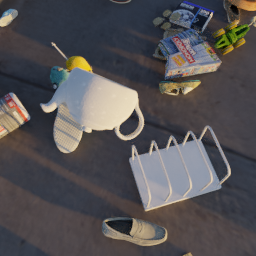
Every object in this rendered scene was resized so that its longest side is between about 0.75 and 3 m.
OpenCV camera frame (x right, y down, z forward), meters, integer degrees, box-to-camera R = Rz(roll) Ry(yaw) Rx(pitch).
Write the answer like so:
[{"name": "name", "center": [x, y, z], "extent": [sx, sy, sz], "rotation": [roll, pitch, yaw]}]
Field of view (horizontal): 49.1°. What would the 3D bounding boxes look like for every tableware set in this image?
[{"name": "tableware set", "center": [2.168, -3.274, 11.522], "extent": [1.865, 0.259, 2.233], "rotation": [19, 65, 9]}, {"name": "tableware set", "center": [1.684, -4.720, 12.155], "extent": [1.127, 0.131, 0.942], "rotation": [-43, 57, -2]}]

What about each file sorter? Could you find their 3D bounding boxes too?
[{"name": "file sorter", "center": [1.515, 1.173, 8.559], "extent": [2.562, 1.595, 1.778], "rotation": [-14, 65, -8]}]

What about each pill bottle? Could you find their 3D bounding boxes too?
[{"name": "pill bottle", "center": [-4.461, -0.248, 9.521], "extent": [1.952, 1.131, 1.131], "rotation": [-36, 69, -16]}]

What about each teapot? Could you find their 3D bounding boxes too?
[{"name": "teapot", "center": [-0.769, -0.564, 7.211], "extent": [2.008, 1.982, 1.466], "rotation": [25, 100, 25]}]

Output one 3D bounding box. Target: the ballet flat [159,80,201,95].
[{"name": "ballet flat", "center": [1.951, -1.504, 10.547], "extent": [1.557, 0.551, 0.551], "rotation": [-2, 63, -2]}]

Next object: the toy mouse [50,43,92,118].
[{"name": "toy mouse", "center": [-1.582, -1.369, 9.360], "extent": [2.873, 0.556, 2.553], "rotation": [38, 39, -28]}]

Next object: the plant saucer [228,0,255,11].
[{"name": "plant saucer", "center": [5.128, -5.777, 12.486], "extent": [1.586, 0.297, 1.586], "rotation": [9, 48, -10]}]

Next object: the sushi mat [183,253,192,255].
[{"name": "sushi mat", "center": [1.797, 4.162, 7.907], "extent": [0.524, 0.066, 1.095], "rotation": [-21, 65, -10]}]

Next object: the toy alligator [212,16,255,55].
[{"name": "toy alligator", "center": [4.399, -3.821, 11.602], "extent": [2.870, 0.690, 0.951], "rotation": [-31, 94, -23]}]

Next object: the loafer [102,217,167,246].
[{"name": "loafer", "center": [0.190, 2.968, 8.127], "extent": [1.923, 0.671, 0.672], "rotation": [4, 51, 1]}]

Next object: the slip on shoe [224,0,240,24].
[{"name": "slip on shoe", "center": [4.636, -5.323, 12.416], "extent": [0.614, 0.489, 1.615], "rotation": [3, 63, 2]}]

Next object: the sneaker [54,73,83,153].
[{"name": "sneaker", "center": [-1.989, -0.496, 9.822], "extent": [1.001, 1.110, 2.709], "rotation": [4, 86, -2]}]

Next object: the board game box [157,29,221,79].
[{"name": "board game box", "center": [2.116, -2.815, 10.849], "extent": [2.079, 0.642, 2.081], "rotation": [-24, 72, -14]}]

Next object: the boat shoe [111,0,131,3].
[{"name": "boat shoe", "center": [-0.860, -6.570, 12.900], "extent": [2.414, 0.755, 0.859], "rotation": [36, 67, 15]}]

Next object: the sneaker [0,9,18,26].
[{"name": "sneaker", "center": [-5.344, -4.845, 12.277], "extent": [0.434, 0.392, 1.060], "rotation": [25, 58, 23]}]

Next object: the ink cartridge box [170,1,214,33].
[{"name": "ink cartridge box", "center": [2.865, -5.032, 12.361], "extent": [1.536, 0.336, 1.551], "rotation": [26, 65, 14]}]
